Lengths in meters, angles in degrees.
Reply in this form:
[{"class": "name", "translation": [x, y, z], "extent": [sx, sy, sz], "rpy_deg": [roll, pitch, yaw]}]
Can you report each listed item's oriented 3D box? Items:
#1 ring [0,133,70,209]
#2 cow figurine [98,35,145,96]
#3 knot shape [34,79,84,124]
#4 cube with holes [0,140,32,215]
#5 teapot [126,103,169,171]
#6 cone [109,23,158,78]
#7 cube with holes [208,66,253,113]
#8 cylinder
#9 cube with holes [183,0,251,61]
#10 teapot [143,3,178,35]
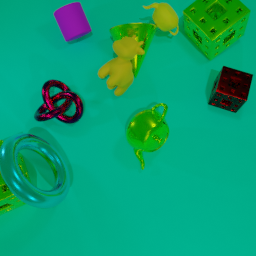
[{"class": "ring", "translation": [-2.188, 0.990, 6.743], "extent": [0.397, 1.987, 1.987], "rpy_deg": [-36, 71, 19]}, {"class": "cow figurine", "translation": [-0.111, -1.812, 8.097], "extent": [1.526, 1.551, 0.851], "rpy_deg": [-44, 64, 0]}, {"class": "knot shape", "translation": [-2.124, -0.643, 8.169], "extent": [1.387, 0.685, 1.482], "rpy_deg": [-36, 72, -13]}, {"class": "cube with holes", "translation": [-3.386, 1.371, 7.067], "extent": [1.394, 1.394, 1.394], "rpy_deg": [-23, 71, -8]}, {"class": "teapot", "translation": [0.575, 0.197, 7.582], "extent": [1.225, 1.971, 0.965], "rpy_deg": [2, 29, -42]}, {"class": "cone", "translation": [0.203, -2.324, 8.792], "extent": [1.509, 1.509, 1.515], "rpy_deg": [-3, 96, -1]}, {"class": "cube with holes", "translation": [2.999, -1.122, 8.262], "extent": [0.879, 0.879, 0.879], "rpy_deg": [19, 71, 7]}, {"class": "cylinder", "translation": [-1.734, -3.323, 8.807], "extent": [0.912, 0.912, 0.912], "rpy_deg": [-26, 105, -9]}, {"class": "cube with holes", "translation": [2.663, -3.212, 8.602], "extent": [1.331, 1.331, 1.331], "rpy_deg": [-38, 72, 5]}, {"class": "teapot", "translation": [1.067, -3.380, 8.587], "extent": [1.381, 0.676, 0.859], "rpy_deg": [38, 38, -25]}]
